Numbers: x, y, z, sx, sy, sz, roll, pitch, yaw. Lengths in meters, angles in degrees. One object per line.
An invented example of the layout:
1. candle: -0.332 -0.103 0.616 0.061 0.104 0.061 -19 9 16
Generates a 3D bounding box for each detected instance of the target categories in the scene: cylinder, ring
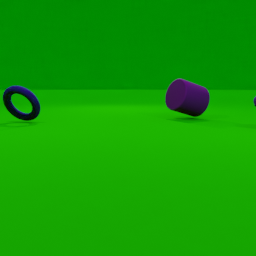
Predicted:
1. cylinder: 2.009 -1.013 9.519 1.083 1.083 1.083 13 1 -29
2. ring: -3.194 -0.727 8.408 1.189 1.189 0.238 2 36 15

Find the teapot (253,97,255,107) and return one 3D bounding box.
1. teapot: 3.685 -0.667 7.221 1.183 0.579 0.736 27 10 -31
